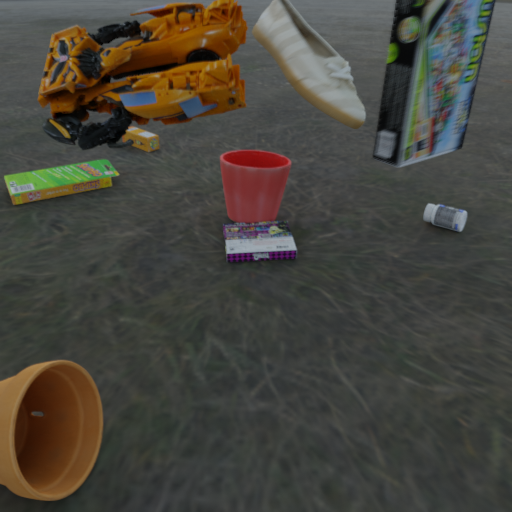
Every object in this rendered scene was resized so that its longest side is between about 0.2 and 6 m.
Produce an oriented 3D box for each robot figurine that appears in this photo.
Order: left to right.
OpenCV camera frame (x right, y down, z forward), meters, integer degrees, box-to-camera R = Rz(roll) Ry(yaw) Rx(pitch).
[{"bbox_3d":[-1.447,-2.259,6.736,2.661,0.775,1.929,-5,64,11],"label":"robot figurine"}]

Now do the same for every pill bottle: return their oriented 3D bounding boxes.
[{"bbox_3d":[3.465,-0.716,10.287,0.693,0.394,0.394,19,36,28],"label":"pill bottle"}]

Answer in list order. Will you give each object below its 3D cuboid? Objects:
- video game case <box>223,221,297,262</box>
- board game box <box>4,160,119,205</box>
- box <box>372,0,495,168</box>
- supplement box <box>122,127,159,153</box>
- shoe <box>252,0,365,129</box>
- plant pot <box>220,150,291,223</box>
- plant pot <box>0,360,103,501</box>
[{"bbox_3d":[0.040,-0.267,9.715,1.186,0.212,1.075,-3,31,-6],"label":"video game case"},{"bbox_3d":[-4.088,-1.604,11.859,2.186,0.328,1.044,-17,36,-22],"label":"board game box"},{"bbox_3d":[2.945,-3.311,9.094,1.892,3.438,0.597,-20,36,-34],"label":"box"},{"bbox_3d":[-2.889,-2.915,13.971,1.100,0.366,0.379,28,39,37],"label":"supplement box"},{"bbox_3d":[0.861,-3.020,8.665,0.930,0.710,2.660,-8,55,-48],"label":"shoe"},{"bbox_3d":[-0.043,-1.246,10.349,1.289,1.140,1.289,3,24,-2],"label":"plant pot"},{"bbox_3d":[-2.281,1.724,5.565,0.906,1.294,1.294,-9,27,21],"label":"plant pot"}]
